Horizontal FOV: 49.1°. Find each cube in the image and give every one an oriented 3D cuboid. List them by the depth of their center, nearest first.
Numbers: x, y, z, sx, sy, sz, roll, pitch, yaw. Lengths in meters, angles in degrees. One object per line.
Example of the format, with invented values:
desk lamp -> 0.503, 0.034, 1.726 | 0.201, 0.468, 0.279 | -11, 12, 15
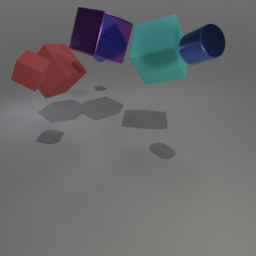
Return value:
cube -> -2.666, -1.584, 7.717 | 0.700, 0.700, 0.700 | 26, 36, -11
cube -> 1.014, -2.415, 8.841 | 1.400, 1.400, 1.400 | -6, 58, 26
cube -> -0.925, -3.142, 9.570 | 1.400, 1.400, 1.400 | 27, 17, 38
cube -> -2.717, -2.172, 10.565 | 1.400, 1.400, 1.400 | -37, 1, 26

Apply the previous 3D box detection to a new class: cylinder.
cylinder -> 1.570, -1.762, 5.969 | 0.700, 0.700, 0.700 | -16, 7, -26

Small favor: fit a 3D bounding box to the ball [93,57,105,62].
ball -> -1.292, -3.429, 13.033 | 0.700, 0.700, 0.700 | 0, 30, 0
